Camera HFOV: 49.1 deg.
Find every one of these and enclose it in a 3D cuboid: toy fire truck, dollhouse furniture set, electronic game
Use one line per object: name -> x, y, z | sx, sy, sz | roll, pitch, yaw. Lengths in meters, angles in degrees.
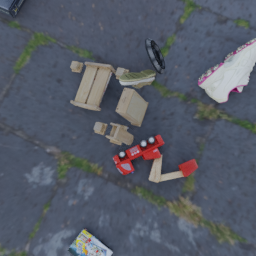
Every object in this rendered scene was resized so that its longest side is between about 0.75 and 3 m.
toy fire truck -> 0.863, 1.135, 9.043 | 2.322, 0.566, 1.638 | -26, 81, -4
dollhouse furniture set -> -0.890, -0.813, 9.489 | 2.734, 1.335, 2.332 | 15, 81, 28
electronic game -> 0.880, -2.342, 9.131 | 0.257, 1.233, 1.233 | -20, 79, 26

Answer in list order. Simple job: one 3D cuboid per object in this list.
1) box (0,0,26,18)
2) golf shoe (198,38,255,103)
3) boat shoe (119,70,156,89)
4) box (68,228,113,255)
box -> -4.748, -5.278, 10.179 | 2.263, 0.577, 1.785 | 26, 82, 4
golf shoe -> 3.721, -1.957, 9.479 | 2.767, 1.042, 1.266 | -38, 93, 0
boat shoe -> 0.306, -1.477, 8.811 | 1.350, 0.462, 0.504 | -16, 43, -32
box -> -1.167, 3.825, 8.736 | 1.181, 0.223, 0.806 | 37, 82, 6
